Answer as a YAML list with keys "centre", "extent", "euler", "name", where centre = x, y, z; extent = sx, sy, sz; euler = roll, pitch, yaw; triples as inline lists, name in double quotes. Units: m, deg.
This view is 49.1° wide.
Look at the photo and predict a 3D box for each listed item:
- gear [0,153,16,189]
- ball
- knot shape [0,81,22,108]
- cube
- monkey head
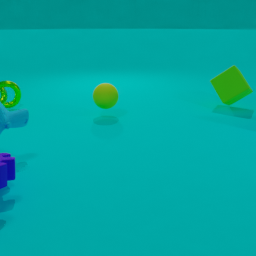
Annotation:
- centre: [-2.888, 0.703, 4.480]
  extent: [1.984, 0.367, 1.984]
  euler: [1, 5, 0]
  name: "gear"
- centre: [-0.694, -0.989, 8.710]
  extent: [0.803, 0.803, 0.803]
  euler: [0, 21, 0]
  name: "ball"
- centre: [-4.265, -1.115, 9.347]
  extent: [1.337, 1.429, 0.660]
  euler: [-4, -20, -26]
  name: "knot shape"
- centre: [3.528, -1.419, 9.547]
  extent: [0.932, 0.932, 0.932]
  euler: [-33, -18, 26]
  name: "cube"
- centre: [-2.854, -0.319, 5.894]
  extent: [1.267, 1.761, 1.061]
  euler: [-14, 47, -41]
  name: "monkey head"
